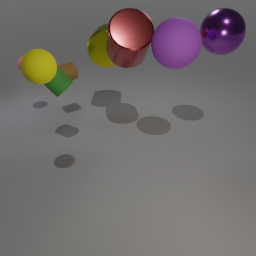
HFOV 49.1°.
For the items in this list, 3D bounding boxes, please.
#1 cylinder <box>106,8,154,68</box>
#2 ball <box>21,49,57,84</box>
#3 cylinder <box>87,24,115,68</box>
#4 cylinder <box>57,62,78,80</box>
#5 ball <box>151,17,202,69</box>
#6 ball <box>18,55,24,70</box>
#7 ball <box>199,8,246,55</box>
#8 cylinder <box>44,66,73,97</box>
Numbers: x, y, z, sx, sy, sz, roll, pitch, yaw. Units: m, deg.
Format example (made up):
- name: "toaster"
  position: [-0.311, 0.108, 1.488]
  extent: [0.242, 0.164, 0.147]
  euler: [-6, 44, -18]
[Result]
- name: "cylinder"
  position: [0.026, -2.834, 9.011]
  extent: [1.400, 1.400, 1.400]
  euler: [-5, -10, -8]
- name: "ball"
  position: [-1.805, -1.243, 5.681]
  extent: [0.700, 0.700, 0.700]
  euler: [0, 30, 0]
- name: "cylinder"
  position: [-0.811, -3.249, 10.984]
  extent: [1.400, 1.400, 1.400]
  euler: [1, 29, 1]
- name: "cylinder"
  position: [-2.416, -2.151, 10.897]
  extent: [0.700, 0.700, 0.700]
  euler: [-26, 39, -31]
- name: "ball"
  position: [1.356, -2.380, 7.903]
  extent: [1.400, 1.400, 1.400]
  euler: [0, 30, 0]
- name: "ball"
  position: [-3.912, -2.496, 10.906]
  extent: [0.700, 0.700, 0.700]
  euler: [0, 30, 0]
- name: "ball"
  position: [2.962, -3.018, 8.821]
  extent: [1.400, 1.400, 1.400]
  euler: [0, 30, 0]
- name: "cylinder"
  position: [-2.190, -1.443, 8.630]
  extent: [0.700, 0.700, 0.700]
  euler: [-39, 19, 16]
